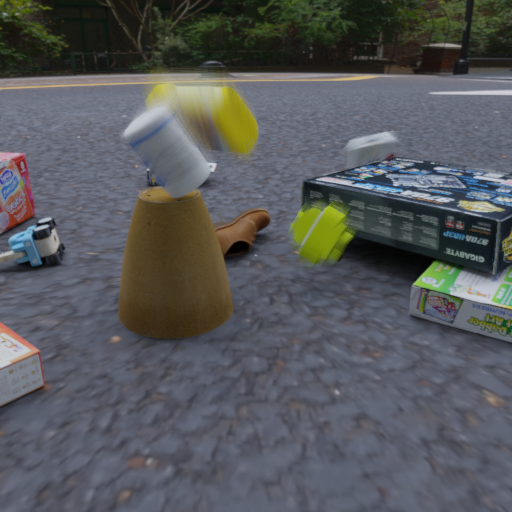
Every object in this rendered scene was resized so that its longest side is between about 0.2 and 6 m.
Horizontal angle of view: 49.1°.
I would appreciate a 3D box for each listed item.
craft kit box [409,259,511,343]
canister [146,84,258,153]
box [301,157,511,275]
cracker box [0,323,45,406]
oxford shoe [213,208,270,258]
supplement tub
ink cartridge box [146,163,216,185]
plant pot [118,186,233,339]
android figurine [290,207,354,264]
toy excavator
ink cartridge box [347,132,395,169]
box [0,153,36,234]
[{"bbox_3d":[3.888,0.497,8.337,2.466,0.606,2.497,17,28,30],"label":"craft kit box"},{"bbox_3d":[-0.850,-2.174,8.894,1.555,1.155,0.673,15,68,40],"label":"canister"},{"bbox_3d":[3.215,-0.958,10.088,3.053,0.883,3.841,-20,27,-39],"label":"box"},{"bbox_3d":[-3.489,1.392,6.196,1.213,0.522,1.811,20,29,39],"label":"cracker box"},{"bbox_3d":[-0.258,-0.370,10.512,0.688,0.688,1.929,39,39,17],"label":"oxford shoe"},{"bbox_3d":[-1.121,-1.325,7.131,0.673,1.021,0.673,-26,30,16],"label":"supplement tub"},{"bbox_3d":[-1.951,-2.172,14.858,1.742,0.439,0.949,2,23,1],"label":"ink cartridge box"},{"bbox_3d":[-1.163,-0.025,7.956,1.682,1.805,1.682,1,22,0],"label":"plant pot"},{"bbox_3d":[1.028,-0.352,9.019,1.017,0.926,0.209,31,2,20],"label":"android figurine"},{"bbox_3d":[-4.110,-0.048,9.677,1.337,0.668,1.300,-16,23,-5],"label":"toy excavator"},{"bbox_3d":[2.588,-2.313,12.672,0.964,0.703,0.399,-16,42,-13],"label":"ink cartridge box"},{"bbox_3d":[-6.293,-1.384,11.658,2.864,1.428,1.367,4,23,11],"label":"box"}]
